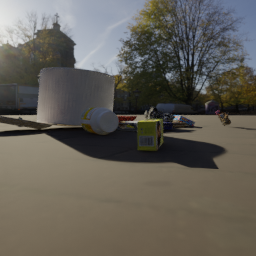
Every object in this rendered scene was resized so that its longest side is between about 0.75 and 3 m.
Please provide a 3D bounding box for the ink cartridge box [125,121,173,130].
[{"bbox_3d":[0.847,-0.085,10.432,1.479,0.352,1.497,0,6,-24],"label":"ink cartridge box"}]

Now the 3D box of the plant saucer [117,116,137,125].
[{"bbox_3d":[-1.252,-0.411,14.656,2.532,0.466,2.537,3,6,44],"label":"plant saucer"}]

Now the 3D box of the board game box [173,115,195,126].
[{"bbox_3d":[2.613,-0.345,13.125,0.783,0.223,0.800,23,-1,-13],"label":"board game box"}]

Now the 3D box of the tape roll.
[{"bbox_3d":[-2.084,-1.137,11.397,3.030,2.080,3.030,4,0,0],"label":"tape roll"}]

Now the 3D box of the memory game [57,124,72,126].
[{"bbox_3d":[-3.001,-0.155,13.742,0.912,0.058,0.912,0,4,0],"label":"memory game"}]

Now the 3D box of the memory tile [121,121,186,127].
[{"bbox_3d":[1.109,-0.181,12.796,2.730,0.229,2.093,0,3,-11],"label":"memory tile"}]

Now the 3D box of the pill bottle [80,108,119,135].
[{"bbox_3d":[-0.860,-0.219,8.504,0.815,0.815,1.445,-2,4,-28],"label":"pill bottle"}]

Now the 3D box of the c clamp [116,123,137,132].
[{"bbox_3d":[-0.135,-0.102,9.682,0.975,0.132,0.833,7,24,-10],"label":"c clamp"}]

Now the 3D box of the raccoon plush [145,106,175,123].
[{"bbox_3d":[1.362,-0.522,11.882,0.997,0.720,1.488,15,18,-12],"label":"raccoon plush"}]

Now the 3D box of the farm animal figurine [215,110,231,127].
[{"bbox_3d":[4.275,-0.482,12.395,0.448,0.720,0.892,-32,-20,20],"label":"farm animal figurine"}]

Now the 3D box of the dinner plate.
[{"bbox_3d":[-3.976,-0.209,10.237,2.375,0.288,2.375,10,-4,1],"label":"dinner plate"}]

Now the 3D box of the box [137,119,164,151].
[{"bbox_3d":[0.478,0.098,5.566,0.367,0.552,1.466,0,5,11],"label":"box"}]

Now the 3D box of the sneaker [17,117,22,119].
[{"bbox_3d":[-5.281,-0.339,13.764,0.311,0.417,0.928,-1,4,-21],"label":"sneaker"}]
